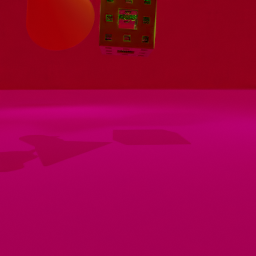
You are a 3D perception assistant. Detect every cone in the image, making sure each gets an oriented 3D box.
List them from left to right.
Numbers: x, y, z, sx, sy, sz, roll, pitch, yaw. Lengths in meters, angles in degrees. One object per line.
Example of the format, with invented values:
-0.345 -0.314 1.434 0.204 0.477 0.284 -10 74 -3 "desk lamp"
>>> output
-1.652 -2.742 5.751 1.628 1.628 1.634 1 -14 5 "cone"

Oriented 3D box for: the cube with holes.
-0.026 -2.601 7.149 1.301 1.301 1.301 3 6 -3 "cube with holes"
